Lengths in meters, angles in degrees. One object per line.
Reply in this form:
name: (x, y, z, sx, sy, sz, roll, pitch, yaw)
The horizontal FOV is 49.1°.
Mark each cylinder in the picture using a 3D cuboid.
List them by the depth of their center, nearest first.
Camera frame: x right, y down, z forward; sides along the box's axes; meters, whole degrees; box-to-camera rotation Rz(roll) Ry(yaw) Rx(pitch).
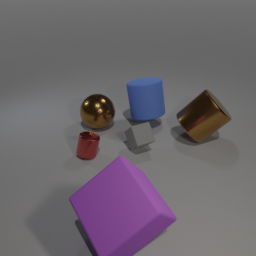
cylinder: (-1.341, 0.570, 9.402, 0.700, 0.700, 0.700, 13, 20, -5)
cylinder: (2.714, -0.424, 10.082, 1.400, 1.400, 1.400, 39, 25, -22)
cylinder: (0.723, -1.186, 11.140, 1.400, 1.400, 1.400, -8, 20, 3)

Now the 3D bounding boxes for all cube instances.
cube: (-0.071, 1.685, 5.822, 1.400, 1.400, 1.400, -40, 59, 3)
cube: (0.402, 0.283, 9.631, 0.700, 0.700, 0.700, -14, -10, -23)

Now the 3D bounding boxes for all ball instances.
ball: (-1.202, -0.654, 11.098, 1.400, 1.400, 1.400, 0, 28, 0)
